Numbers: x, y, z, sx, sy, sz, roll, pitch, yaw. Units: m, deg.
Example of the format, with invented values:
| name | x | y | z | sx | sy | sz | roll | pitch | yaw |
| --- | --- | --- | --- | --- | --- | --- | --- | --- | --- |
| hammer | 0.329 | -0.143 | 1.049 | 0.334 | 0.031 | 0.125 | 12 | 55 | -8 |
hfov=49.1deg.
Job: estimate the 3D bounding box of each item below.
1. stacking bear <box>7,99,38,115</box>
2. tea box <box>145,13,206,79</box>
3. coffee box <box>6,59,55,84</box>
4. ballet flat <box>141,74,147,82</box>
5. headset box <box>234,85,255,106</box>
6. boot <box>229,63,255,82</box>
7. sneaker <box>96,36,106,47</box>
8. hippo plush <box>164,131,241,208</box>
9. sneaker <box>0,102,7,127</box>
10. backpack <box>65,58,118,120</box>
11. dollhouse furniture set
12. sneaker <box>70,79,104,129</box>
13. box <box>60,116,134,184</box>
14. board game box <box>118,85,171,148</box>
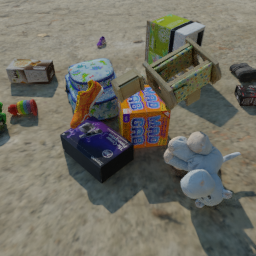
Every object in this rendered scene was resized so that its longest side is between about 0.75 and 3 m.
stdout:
| name | x | y | z | sx | sy | sz | roll | pitch | yaw |
| --- | --- | --- | --- | --- | --- | --- | --- | --- | --- |
| stacking bear | -4.604 | -0.862 | 12.134 | 1.147 | 0.652 | 0.696 | -10 | 42 | -4 |
| tea box | 2.311 | -4.194 | 14.424 | 1.680 | 2.514 | 2.473 | -33 | 51 | -32 |
| coffee box | -4.902 | -2.884 | 14.233 | 2.034 | 0.811 | 1.163 | 3 | 41 | 4 |
| ballet flat | 0.908 | -2.439 | 14.182 | 0.901 | 0.341 | 0.288 | 33 | 81 | 37 |
| headset box | 5.747 | -1.513 | 12.907 | 1.360 | 0.510 | 1.011 | 1 | 41 | 1 |
| boot | 6.454 | -3.006 | 14.509 | 2.044 | 0.713 | 1.346 | 0 | 37 | -7 |
| sneaker | -1.682 | -5.385 | 17.374 | 0.392 | 0.431 | 0.974 | 15 | 45 | 15 |
| hippo plush | 2.211 | 1.511 | 8.943 | 2.437 | 1.941 | 1.959 | 28 | 52 | -33 |
| sneaker | -6.084 | -0.883 | 11.918 | 1.261 | 1.155 | 2.961 | -21 | 54 | -33 |
| backpack | -1.456 | -1.670 | 12.040 | 2.389 | 1.919 | 2.611 | -15 | 47 | -11 |
| dollhouse furniture set | 1.236 | -0.886 | 8.717 | 2.729 | 2.413 | 1.517 | -31 | 58 | -8 |
| sneaker | -1.611 | -0.846 | 9.942 | 0.759 | 0.718 | 1.967 | 35 | 64 | -23 |
| box | -1.128 | 0.695 | 10.148 | 2.261 | 0.891 | 1.596 | 33 | 54 | 32 |
| board game box | 0.535 | -0.457 | 10.785 | 1.718 | 1.718 | 1.719 | -5 | 42 | -6 |
